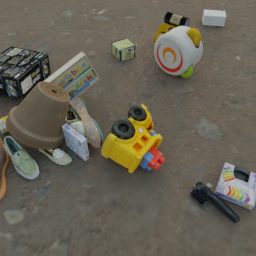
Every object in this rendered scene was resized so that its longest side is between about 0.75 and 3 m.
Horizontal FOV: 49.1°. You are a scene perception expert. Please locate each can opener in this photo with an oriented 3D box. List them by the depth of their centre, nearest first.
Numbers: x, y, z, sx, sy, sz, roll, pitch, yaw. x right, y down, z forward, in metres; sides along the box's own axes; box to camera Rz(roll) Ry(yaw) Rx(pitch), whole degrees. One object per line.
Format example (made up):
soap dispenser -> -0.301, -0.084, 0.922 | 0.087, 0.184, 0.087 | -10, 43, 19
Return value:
can opener -> 2.869, 2.408, 9.118 | 1.749, 0.688, 0.554 | 37, 19, 25

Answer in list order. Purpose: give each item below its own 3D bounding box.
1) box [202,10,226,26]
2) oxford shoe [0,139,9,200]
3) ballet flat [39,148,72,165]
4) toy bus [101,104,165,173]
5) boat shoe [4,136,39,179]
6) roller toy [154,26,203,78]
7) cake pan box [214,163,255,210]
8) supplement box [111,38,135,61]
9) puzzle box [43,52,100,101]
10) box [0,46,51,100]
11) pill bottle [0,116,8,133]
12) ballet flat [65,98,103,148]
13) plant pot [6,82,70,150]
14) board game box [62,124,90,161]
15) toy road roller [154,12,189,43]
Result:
box -> 5.296, -6.783, 17.266 | 1.301, 0.634, 0.809 | 6, 48, 6
oxford shoe -> -4.861, 1.093, 9.822 | 1.068, 1.092, 2.995 | -17, 50, -14
ballet flat -> -2.792, 0.906, 10.408 | 1.544, 0.481, 0.521 | 23, 56, 19
toy bus -> 0.479, 0.520, 10.215 | 2.166, 1.531, 2.256 | 35, 53, 12
boat shoe -> -3.905, 1.064, 10.048 | 0.683, 0.589, 1.898 | -40, 68, -21
roller toy -> 2.454, -3.773, 13.525 | 2.060, 2.258, 1.578 | 30, 52, 34
cake pan box -> 3.757, 1.941, 9.568 | 1.265, 0.359, 1.373 | 23, 52, 16
supplement box -> -0.243, -4.175, 14.902 | 0.952, 0.639, 0.951 | -24, 52, -20
puzzle box -> -2.413, -1.873, 11.623 | 2.367, 1.575, 0.301 | -40, 54, -4
box -> -5.167, -2.601, 12.945 | 2.100, 1.104, 2.564 | 13, 42, 10
pill bottle -> -4.698, -0.244, 11.376 | 1.068, 0.593, 0.593 | -25, 53, -21
ballet flat -> -1.900, -0.158, 11.037 | 0.993, 1.005, 2.952 | -10, 38, -23
plant pot -> -3.041, -0.582, 10.242 | 2.176, 1.898, 2.176 | 29, 23, -14
board game box -> -1.918, 0.528, 10.329 | 1.116, 1.119, 0.230 | 35, 57, 26
toy road roller -> 2.549, -5.213, 15.632 | 1.315, 1.563, 2.141 | 28, 91, 23
